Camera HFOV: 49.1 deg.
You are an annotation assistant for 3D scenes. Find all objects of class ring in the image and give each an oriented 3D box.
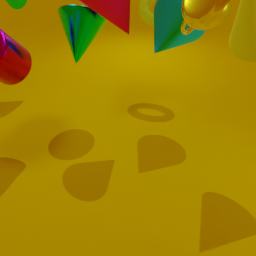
[{"bbox_3d":[1.142,-3.818,8.735,1.610,0.322,1.610,-5,65,10],"label":"ring"}]

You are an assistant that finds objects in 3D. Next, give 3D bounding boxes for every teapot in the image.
[{"bbox_3d":[1.168,-1.746,3.943,0.554,1.131,0.703,1,58,-46],"label":"teapot"}]

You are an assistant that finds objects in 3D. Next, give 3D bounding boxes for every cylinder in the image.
[{"bbox_3d":[-2.923,-1.624,6.404,1.030,1.030,1.030,10,-7,14],"label":"cylinder"}]

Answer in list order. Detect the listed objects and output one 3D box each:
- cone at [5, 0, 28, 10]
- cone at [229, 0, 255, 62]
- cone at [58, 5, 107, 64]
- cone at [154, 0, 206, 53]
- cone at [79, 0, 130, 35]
[{"bbox_3d":[-3.944,-4.478,8.988,1.045,1.041,1.041,21,40,15],"label":"cone"},{"bbox_3d":[2.273,-2.102,4.949,1.319,1.323,1.319,-18,56,28],"label":"cone"},{"bbox_3d":[-1.277,-2.311,7.358,1.283,1.288,1.283,7,-1,0],"label":"cone"},{"bbox_3d":[0.973,-2.280,6.845,1.467,1.467,1.472,19,59,25],"label":"cone"},{"bbox_3d":[-0.257,-2.719,6.437,1.326,1.331,1.326,-18,42,17],"label":"cone"}]
